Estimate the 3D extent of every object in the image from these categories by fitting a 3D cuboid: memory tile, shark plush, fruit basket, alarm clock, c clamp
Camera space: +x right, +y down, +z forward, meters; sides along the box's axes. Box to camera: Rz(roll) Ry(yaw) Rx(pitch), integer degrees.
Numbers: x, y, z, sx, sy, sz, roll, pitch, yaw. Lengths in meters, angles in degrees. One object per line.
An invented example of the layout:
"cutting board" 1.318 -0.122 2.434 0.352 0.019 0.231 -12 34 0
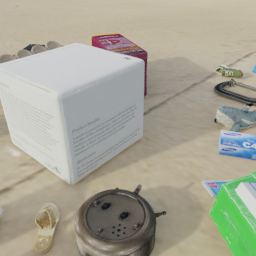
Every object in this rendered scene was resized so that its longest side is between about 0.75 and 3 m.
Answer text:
"memory tile" -3.106 -2.171 10.554 2.247 0.246 2.932 48 44 4
"shark plush" 3.502 -0.355 8.253 1.918 0.799 0.872 -2 32 -3
"fruit basket" 2.929 1.589 4.836 2.603 1.220 2.410 -3 32 -11
"alarm clock" -0.339 1.862 4.912 1.452 0.717 2.153 19 40 27
"c clamp" 4.427 -1.366 10.402 2.226 0.301 1.902 23 44 30

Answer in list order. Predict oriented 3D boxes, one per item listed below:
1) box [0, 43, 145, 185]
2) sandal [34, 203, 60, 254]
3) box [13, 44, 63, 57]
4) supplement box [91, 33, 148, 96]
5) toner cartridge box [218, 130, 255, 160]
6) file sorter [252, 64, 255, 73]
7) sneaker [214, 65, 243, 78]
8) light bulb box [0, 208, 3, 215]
"box" -1.388 -0.601 7.206 2.702 2.315 2.689 25 40 33
"sandal" -1.557 1.746 5.319 0.436 0.391 1.189 -3 33 -5
"box" -3.773 -2.938 12.196 1.637 0.936 1.797 6 33 6
"supplement box" -0.417 -2.462 10.777 1.277 1.645 2.981 -12 34 -17
"toner cartridge box" 3.207 0.486 7.361 1.541 0.333 0.732 9 33 13
"file sorter" 6.878 -3.458 12.388 1.851 1.636 2.667 17 37 26
"sneaker" 4.169 -2.313 11.768 0.542 0.405 1.207 -23 37 -23
"light bulb box" -2.860 1.588 5.066 0.536 0.851 0.859 -10 30 10
